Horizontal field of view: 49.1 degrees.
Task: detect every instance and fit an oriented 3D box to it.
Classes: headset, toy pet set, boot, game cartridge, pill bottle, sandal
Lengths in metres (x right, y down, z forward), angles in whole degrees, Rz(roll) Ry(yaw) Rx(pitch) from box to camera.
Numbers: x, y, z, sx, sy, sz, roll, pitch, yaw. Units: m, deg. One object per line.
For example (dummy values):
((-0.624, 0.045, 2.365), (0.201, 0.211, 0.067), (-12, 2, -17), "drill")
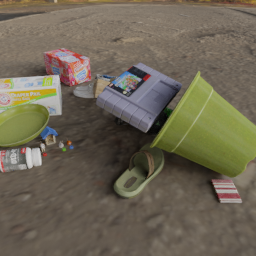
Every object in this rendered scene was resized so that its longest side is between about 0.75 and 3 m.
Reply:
((0.645, -0.638, 10.689), (1.851, 1.408, 2.997), (25, 28, 37), "headset")
((-2.592, 0.384, 9.799), (1.062, 0.564, 0.992), (-15, 34, -25), "toy pet set")
((-1.498, -2.057, 13.353), (2.303, 1.101, 0.847), (2, 31, 4), "boot")
((0.424, -1.087, 8.552), (1.750, 0.518, 2.700), (33, 43, 9), "game cartridge")
((-3.344, 0.965, 8.720), (1.164, 0.663, 0.663), (-7, 32, -12), "pill bottle")
((0.423, 1.138, 8.399), (0.970, 0.697, 2.443), (14, 34, 22), "sandal")

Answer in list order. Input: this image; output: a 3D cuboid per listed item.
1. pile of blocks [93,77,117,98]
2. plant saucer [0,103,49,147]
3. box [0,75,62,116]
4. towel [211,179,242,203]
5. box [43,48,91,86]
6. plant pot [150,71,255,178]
((-0.396, -1.755, 12.233), (2.666, 1.094, 0.828), (-16, 12, -25), "pile of blocks")
((-4.044, -0.072, 10.400), (2.400, 0.373, 2.400), (-6, 40, 5), "plant saucer")
((-4.200, -1.321, 11.893), (2.605, 1.320, 1.465), (-5, 30, -9), "box")
((2.773, 1.780, 7.927), (0.624, 0.099, 0.867), (1, 32, -2), "towel")
((-3.360, -3.391, 15.388), (1.353, 1.296, 2.714), (-24, 39, -35), "box")
((2.428, 0.127, 8.364), (2.552, 2.687, 2.687), (33, 37, 4), "plant pot")
